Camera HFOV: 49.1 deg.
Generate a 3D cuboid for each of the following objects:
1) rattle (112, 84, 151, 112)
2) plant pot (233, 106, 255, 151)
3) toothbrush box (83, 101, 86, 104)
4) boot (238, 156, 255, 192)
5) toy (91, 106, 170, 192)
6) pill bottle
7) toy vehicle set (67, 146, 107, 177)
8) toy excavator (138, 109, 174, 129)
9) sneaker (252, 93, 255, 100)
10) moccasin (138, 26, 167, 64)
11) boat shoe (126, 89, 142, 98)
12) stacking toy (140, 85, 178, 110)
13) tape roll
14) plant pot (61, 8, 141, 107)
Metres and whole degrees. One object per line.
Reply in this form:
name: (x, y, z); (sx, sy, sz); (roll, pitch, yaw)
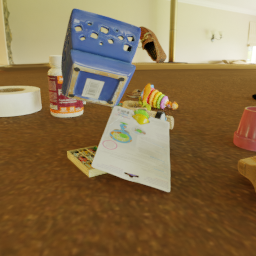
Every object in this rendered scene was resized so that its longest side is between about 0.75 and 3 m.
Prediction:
rattle: (0.082, -1.367, 12.740); (1.291, 1.417, 1.983); (-34, 39, -27)
plant pot: (3.911, -0.021, 8.498); (1.275, 1.141, 1.275); (0, 17, 0)
toothbrush box: (-2.791, -1.538, 14.734); (1.105, 0.471, 0.809); (-4, 17, -12)
boot: (3.466, 1.018, 5.519); (1.915, 0.833, 2.303); (-1, 13, 3)
toy: (0.164, 0.503, 7.052); (1.699, 0.697, 2.951); (18, 34, -3)
pill bottle: (-2.693, -1.833, 12.111); (1.443, 2.527, 1.443); (0, 17, 0)
toy vehicle set: (-0.907, 0.828, 7.305); (0.891, 0.190, 1.433); (-10, 19, -31)
toy excavator: (0.923, -0.010, 9.111); (0.866, 1.734, 1.686); (9, 61, 28)
sneaker: (7.666, -1.710, 15.348); (0.817, 0.575, 1.537); (-19, 16, -36)
moccasin: (0.940, -3.782, 12.681); (0.801, 2.074, 0.759); (-7, -23, -44)
boat shoe: (0.541, -2.025, 16.338); (1.366, 0.491, 0.517); (9, 19, 27)
stacking toy: (1.568, -1.294, 13.517); (1.821, 1.057, 0.999); (24, 31, 24)
tape roll: (-5.504, -1.298, 13.029); (2.808, 0.982, 2.808); (0, 17, 0)
plant pot: (-0.789, -1.643, 7.225); (1.826, 1.826, 1.641); (10, 57, -16)
